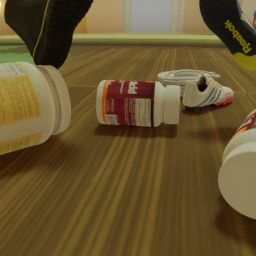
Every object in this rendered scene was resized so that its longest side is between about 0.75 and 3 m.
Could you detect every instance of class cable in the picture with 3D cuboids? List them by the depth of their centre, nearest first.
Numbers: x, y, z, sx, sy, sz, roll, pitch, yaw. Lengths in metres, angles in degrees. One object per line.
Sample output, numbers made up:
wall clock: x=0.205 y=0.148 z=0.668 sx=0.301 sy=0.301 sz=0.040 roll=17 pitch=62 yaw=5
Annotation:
cable: x=2.109 y=-1.694 z=10.395 sx=1.999 sy=0.692 sz=2.000 roll=-17 pitch=27 yaw=-33

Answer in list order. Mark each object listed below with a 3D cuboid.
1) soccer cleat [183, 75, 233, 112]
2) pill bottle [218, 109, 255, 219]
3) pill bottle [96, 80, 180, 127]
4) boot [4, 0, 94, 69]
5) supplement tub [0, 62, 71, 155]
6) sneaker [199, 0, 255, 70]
soccer cleat: x=2.608 y=-1.183 z=8.720 sx=2.291 sy=0.989 sz=0.800 roll=-18 pitch=28 yaw=-38
pill bottle: x=2.219 y=0.436 z=4.441 sx=1.205 sy=1.205 sz=2.111 roll=13 pitch=25 yaw=30
pill bottle: x=0.288 y=-0.622 z=7.118 sx=2.000 sy=1.142 sz=1.142 roll=3 pitch=22 yaw=8
boot: x=-1.933 y=-2.908 z=6.211 sx=1.935 sy=2.798 sz=1.084 roll=48 pitch=33 yaw=16
supplement tub: x=-2.603 y=-0.361 z=5.595 sx=2.477 sy=1.801 sz=1.801 roll=-17 pitch=28 yaw=-38
sneaker: x=2.533 y=-2.451 z=6.809 sx=0.865 sy=2.340 sz=0.962 roll=-31 pitch=-1 yaw=31
